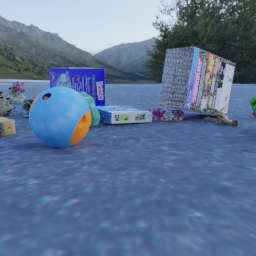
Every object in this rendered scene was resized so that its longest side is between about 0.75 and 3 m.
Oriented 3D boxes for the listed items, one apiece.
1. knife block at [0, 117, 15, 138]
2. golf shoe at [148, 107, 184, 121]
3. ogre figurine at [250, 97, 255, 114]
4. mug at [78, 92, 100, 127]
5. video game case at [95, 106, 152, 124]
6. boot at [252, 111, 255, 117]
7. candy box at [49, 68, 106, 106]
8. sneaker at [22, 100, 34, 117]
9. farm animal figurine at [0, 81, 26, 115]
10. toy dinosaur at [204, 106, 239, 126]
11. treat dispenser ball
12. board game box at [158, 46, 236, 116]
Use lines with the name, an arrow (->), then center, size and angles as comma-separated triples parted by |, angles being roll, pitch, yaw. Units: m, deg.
knife block -> -3.906, 0.003, 8.012 | 1.302, 0.417, 1.143 | 12, 15, 43
golf shoe -> 1.390, -0.491, 10.561 | 1.387, 0.522, 0.635 | 8, 3, -1
ogre figurine -> 4.288, -0.339, 7.383 | 1.909, 1.145, 0.937 | 6, -16, 4
mug -> -1.701, -0.651, 9.559 | 1.790, 1.107, 1.471 | 2, 11, 9
video game case -> -0.310, -0.534, 10.399 | 1.676, 0.420, 1.849 | -2, 12, -32
boot -> 5.363, -0.506, 10.885 | 0.971, 0.352, 0.701 | 8, 15, 21
candy box -> -2.180, -1.663, 12.436 | 2.350, 1.987, 0.905 | 0, 14, -5
sneaker -> -3.836, -0.922, 11.701 | 1.208, 0.801, 2.123 | -4, 14, -31
farm animal figurine -> -5.801, -1.123, 12.125 | 2.580, 1.298, 2.084 | 1, 29, -14
toy dinosaur -> 3.358, -0.392, 10.194 | 1.044, 0.601, 2.064 | 15, 19, -1
treat dispenser ball -> -1.630, -0.265, 6.778 | 1.457, 1.457, 1.457 | 0, 11, 0
board game box -> 2.732, -1.704, 10.918 | 2.747, 2.190, 1.330 | 6, 4, -40
